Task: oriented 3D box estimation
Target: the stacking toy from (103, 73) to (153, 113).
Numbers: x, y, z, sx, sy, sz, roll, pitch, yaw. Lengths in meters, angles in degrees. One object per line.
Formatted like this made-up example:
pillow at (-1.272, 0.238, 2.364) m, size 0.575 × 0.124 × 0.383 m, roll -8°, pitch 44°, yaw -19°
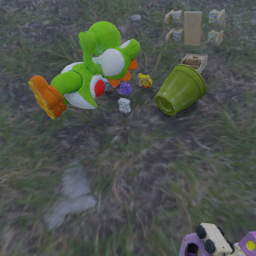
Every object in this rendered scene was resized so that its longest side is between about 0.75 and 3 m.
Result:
stacking toy at (-0.408, -1.239, 8.512) m, size 1.904 × 0.447 × 1.435 m, roll 18°, pitch 50°, yaw 23°

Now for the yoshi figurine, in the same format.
yoshi figurine at (-1.099, -1.623, 7.009) m, size 2.899 × 1.623 × 1.629 m, roll -36°, pitch 41°, yaw -15°

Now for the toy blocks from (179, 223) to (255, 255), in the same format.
toy blocks at (1.710, 2.862, 4.014) m, size 2.320 × 1.953 × 2.168 m, roll 18°, pitch 27°, yaw -32°

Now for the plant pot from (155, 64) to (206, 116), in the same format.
plant pot at (1.385, -0.982, 7.928) m, size 1.179 × 1.179 × 1.135 m, roll 36°, pitch 69°, yaw 26°

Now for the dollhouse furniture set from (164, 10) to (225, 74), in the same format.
dollhouse furniture set at (1.907, -2.537, 8.430) m, size 1.615 × 1.758 × 1.144 m, roll 13°, pitch 42°, yaw 27°
